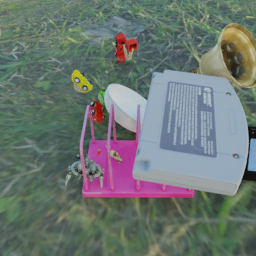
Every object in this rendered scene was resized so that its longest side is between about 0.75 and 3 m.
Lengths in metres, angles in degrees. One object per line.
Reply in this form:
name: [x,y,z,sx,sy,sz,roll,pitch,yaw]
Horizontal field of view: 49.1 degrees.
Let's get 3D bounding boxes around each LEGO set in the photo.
LEGO set: [-0.752,0.764,6.050,0.903,0.394,1.390,32,51,10]

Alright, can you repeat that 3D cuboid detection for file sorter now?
file sorter: [0.214,0.398,6.064,2.346,1.471,1.630,0,40,0]

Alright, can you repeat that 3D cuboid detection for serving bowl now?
serving bowl: [0.040,-0.432,7.422,1.686,0.555,1.686,30,27,-17]

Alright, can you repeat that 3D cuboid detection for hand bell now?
hand bell: [1.782,-1.392,7.327,1.475,1.475,2.834,-32,9,-32]

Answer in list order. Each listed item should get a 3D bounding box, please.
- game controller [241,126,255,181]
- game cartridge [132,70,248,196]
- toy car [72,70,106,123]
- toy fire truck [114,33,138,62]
game controller: [3.241,0.581,5.942,2.343,1.222,0.493,3,23,12]
game cartridge: [1.194,-0.075,5.140,1.833,0.563,2.753,7,45,9]
toy car: [-0.874,-0.846,8.061,1.563,0.370,1.660,-8,67,-61]
toy fire truck: [-0.098,-2.798,10.034,0.361,1.480,1.044,-24,65,-16]
